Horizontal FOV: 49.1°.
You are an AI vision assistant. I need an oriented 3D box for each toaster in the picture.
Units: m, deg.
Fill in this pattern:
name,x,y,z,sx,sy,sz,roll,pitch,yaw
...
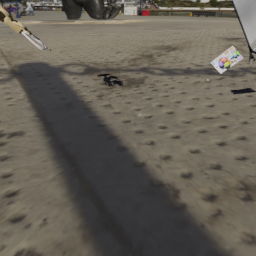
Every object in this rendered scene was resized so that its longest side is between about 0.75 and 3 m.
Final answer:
name,x,y,z,sx,sy,sz,roll,pitch,yaw
toaster,3.885,-2.789,7.158,1.836,2.030,1.205,-4,-19,-20

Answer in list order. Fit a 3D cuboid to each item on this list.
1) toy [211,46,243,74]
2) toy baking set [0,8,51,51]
name,x,y,z,sx,sy,sz,roll,pitch,yaw
toy,2.825,-1.923,8.072,0.468,0.813,0.192,46,45,-7
toy baking set,-3.293,-2.958,8.097,1.872,0.284,2.438,38,1,17
